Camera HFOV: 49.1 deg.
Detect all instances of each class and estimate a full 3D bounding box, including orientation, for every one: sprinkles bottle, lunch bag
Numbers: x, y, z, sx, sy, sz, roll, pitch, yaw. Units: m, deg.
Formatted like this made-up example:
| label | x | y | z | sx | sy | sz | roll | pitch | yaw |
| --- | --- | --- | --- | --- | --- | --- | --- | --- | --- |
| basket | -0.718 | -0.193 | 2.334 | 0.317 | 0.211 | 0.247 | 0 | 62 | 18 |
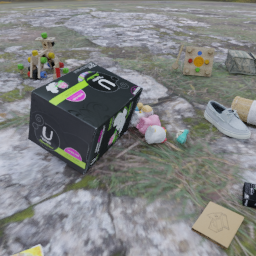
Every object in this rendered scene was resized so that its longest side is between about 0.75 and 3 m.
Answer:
| label | x | y | z | sx | sy | sz | roll | pitch | yaw |
| --- | --- | --- | --- | --- | --- | --- | --- | --- | --- |
| sprinkles bottle | 5.060 | -0.413 | 9.980 | 2.639 | 0.901 | 0.901 | 19 | 35 | 29 |
| lunch bag | 6.341 | -3.563 | 15.138 | 1.805 | 1.061 | 1.480 | 7 | 33 | 3 |

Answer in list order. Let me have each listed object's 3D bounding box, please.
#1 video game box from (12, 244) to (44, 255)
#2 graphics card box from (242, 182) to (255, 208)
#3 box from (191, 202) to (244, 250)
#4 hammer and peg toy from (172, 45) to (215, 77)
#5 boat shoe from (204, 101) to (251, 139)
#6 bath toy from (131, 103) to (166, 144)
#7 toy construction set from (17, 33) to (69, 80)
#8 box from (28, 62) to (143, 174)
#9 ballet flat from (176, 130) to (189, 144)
| label | x | y | z | sx | sy | sz | roll | pitch | yaw |
| --- | --- | --- | --- | --- | --- | --- | --- | --- | --- |
| video game box | -2.177 | 3.232 | 4.175 | 2.244 | 0.576 | 2.463 | -15 | 34 | -19 |
| graphics card box | 3.415 | 1.746 | 6.962 | 1.056 | 0.269 | 0.663 | 11 | 33 | 16 |
| box | 2.049 | 2.181 | 6.392 | 0.839 | 0.109 | 1.027 | 22 | 38 | 32 |
| hammer and peg toy | 3.383 | -3.542 | 14.650 | 2.081 | 1.531 | 0.734 | 9 | 13 | 13 |
| boat shoe | 3.511 | -0.357 | 10.012 | 0.742 | 0.757 | 2.127 | -13 | 33 | -21 |
| bath toy | 0.730 | -0.149 | 9.730 | 0.780 | 0.918 | 2.112 | 25 | 17 | -33 |
| toy construction set | -4.161 | -3.663 | 14.321 | 2.221 | 2.046 | 2.663 | -26 | 40 | -36 |
| box | -1.252 | -0.472 | 8.697 | 2.174 | 1.819 | 2.927 | 29 | 37 | 12 |
| ballet flat | 1.791 | 0.224 | 9.265 | 0.340 | 0.325 | 0.966 | 30 | 25 | 8 |
